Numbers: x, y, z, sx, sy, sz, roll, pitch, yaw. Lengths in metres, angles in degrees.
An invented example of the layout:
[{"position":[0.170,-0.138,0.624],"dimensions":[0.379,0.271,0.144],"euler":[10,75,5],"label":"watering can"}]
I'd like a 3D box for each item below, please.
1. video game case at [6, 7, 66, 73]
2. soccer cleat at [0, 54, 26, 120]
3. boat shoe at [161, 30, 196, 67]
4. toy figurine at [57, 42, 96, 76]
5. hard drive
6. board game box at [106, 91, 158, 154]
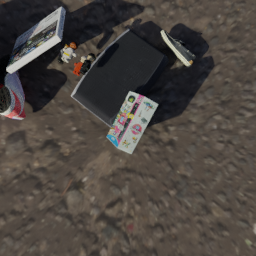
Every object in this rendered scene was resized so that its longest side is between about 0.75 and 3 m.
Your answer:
[{"position":[-2.636,-2.571,8.132],"dimensions":[1.894,0.221,1.722],"euler":[-25,44,19],"label":"video game case"},{"position":[-3.544,-1.247,8.477],"dimensions":[0.756,0.811,2.216],"euler":[-25,61,15],"label":"soccer cleat"},{"position":[1.568,-2.543,8.713],"dimensions":[0.443,0.530,1.422],"euler":[-42,85,13],"label":"boat shoe"},{"position":[-1.470,-1.994,7.999],"dimensions":[0.924,0.939,0.653],"euler":[34,82,-25],"label":"toy figurine"},{"position":[-0.233,-1.587,8.526],"dimensions":[1.904,0.598,2.823],"euler":[38,82,7],"label":"hard drive"},{"position":[0.075,-0.182,7.605],"dimensions":[0.478,1.097,1.487],"euler":[25,94,-24],"label":"board game box"}]
